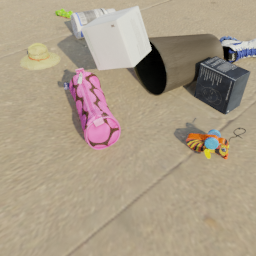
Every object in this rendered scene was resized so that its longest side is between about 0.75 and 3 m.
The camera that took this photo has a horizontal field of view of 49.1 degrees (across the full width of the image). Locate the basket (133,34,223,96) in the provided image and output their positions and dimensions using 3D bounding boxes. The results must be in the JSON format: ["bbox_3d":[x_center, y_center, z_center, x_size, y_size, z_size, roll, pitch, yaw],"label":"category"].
[{"bbox_3d":[1.781,-2.341,9.652,2.592,1.763,2.337,-16,44,-22],"label":"basket"}]

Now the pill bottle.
[{"bbox_3d":[-1.490,-4.766,12.684,1.951,1.110,1.110,-17,45,-18],"label":"pill bottle"}]

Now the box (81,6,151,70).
[{"bbox_3d":[-0.305,-2.568,8.141,1.380,1.373,1.182,2,38,35],"label":"box"}]

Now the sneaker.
[{"bbox_3d":[4.473,-2.977,11.042,2.054,0.830,1.186,13,47,23],"label":"sneaker"}]

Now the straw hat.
[{"bbox_3d":[-3.527,-2.964,11.036,1.605,0.679,1.605,0,43,0],"label":"straw hat"}]

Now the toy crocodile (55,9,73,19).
[{"bbox_3d":[-3.247,-5.887,14.516,1.204,0.372,0.406,19,45,13],"label":"toy crocodile"}]

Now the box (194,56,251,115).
[{"bbox_3d":[2.909,-1.347,8.791,0.805,1.300,1.278,-28,49,-27],"label":"box"}]

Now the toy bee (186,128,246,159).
[{"bbox_3d":[2.290,0.497,7.308,0.952,0.791,1.454,-38,28,-30],"label":"toy bee"}]

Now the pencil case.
[{"bbox_3d":[-1.038,-0.622,8.085,1.160,1.198,2.557,-15,45,-15],"label":"pencil case"}]
